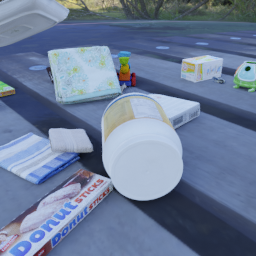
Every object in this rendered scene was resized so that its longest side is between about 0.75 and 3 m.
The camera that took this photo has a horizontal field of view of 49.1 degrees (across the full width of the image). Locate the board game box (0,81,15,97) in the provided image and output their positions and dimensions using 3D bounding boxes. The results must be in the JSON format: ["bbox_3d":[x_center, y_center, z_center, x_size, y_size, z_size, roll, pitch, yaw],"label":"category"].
[{"bbox_3d":[-6.384,-1.910,13.364,1.070,0.336,2.240,-22,36,-38],"label":"board game box"}]

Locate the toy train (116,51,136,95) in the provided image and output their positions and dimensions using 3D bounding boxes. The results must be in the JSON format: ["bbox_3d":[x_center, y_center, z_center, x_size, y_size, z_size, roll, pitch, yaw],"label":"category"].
[{"bbox_3d":[-0.180,-2.778,13.730,1.115,1.524,2.634,0,26,2],"label":"toy train"}]

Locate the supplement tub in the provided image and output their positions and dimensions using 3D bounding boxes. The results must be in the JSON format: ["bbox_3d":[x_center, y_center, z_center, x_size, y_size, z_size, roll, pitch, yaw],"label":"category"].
[{"bbox_3d":[0.277,0.355,7.036,1.856,1.856,2.566,-3,27,-5],"label":"supplement tub"}]

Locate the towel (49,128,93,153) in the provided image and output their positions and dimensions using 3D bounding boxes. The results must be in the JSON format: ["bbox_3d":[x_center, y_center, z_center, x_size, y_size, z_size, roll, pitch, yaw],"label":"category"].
[{"bbox_3d":[-1.747,0.334,8.361,1.163,0.303,1.756,1,16,-20],"label":"towel"}]

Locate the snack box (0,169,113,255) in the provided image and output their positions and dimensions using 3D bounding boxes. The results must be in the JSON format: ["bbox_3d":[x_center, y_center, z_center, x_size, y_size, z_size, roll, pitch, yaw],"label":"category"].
[{"bbox_3d":[-1.478,1.769,5.853,0.989,0.334,2.751,15,30,27],"label":"snack box"}]

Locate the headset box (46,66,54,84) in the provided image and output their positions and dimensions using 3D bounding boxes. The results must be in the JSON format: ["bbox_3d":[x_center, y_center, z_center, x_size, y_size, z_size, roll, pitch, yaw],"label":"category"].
[{"bbox_3d":[-2.482,-3.000,13.878,2.481,0.931,1.844,1,30,35],"label":"headset box"}]

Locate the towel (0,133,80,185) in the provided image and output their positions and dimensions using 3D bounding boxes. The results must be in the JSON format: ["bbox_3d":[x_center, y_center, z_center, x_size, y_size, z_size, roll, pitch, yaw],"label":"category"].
[{"bbox_3d":[-2.686,0.773,7.971,2.239,0.267,1.644,17,32,31],"label":"towel"}]

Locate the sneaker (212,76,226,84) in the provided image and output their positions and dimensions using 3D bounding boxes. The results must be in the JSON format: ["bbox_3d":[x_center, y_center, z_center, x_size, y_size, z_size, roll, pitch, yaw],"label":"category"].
[{"bbox_3d":[4.747,-2.484,14.624,0.323,0.292,0.759,-10,34,-41],"label":"sneaker"}]

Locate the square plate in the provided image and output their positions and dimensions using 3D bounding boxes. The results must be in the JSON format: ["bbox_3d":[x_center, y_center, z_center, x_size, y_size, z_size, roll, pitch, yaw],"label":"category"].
[{"bbox_3d":[-2.252,-2.006,5.488,1.969,0.283,1.988,-20,11,8],"label":"square plate"}]

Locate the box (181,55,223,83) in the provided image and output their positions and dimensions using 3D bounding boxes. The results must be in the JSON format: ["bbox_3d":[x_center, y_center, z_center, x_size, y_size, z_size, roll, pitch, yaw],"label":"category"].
[{"bbox_3d":[4.004,-3.239,15.226,2.024,1.026,1.138,-17,31,-30],"label":"box"}]

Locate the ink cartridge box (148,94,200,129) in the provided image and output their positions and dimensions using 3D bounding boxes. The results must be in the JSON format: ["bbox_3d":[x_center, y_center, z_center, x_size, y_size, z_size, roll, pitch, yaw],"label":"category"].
[{"bbox_3d":[1.203,-0.672,10.697,2.410,0.570,1.929,17,31,41],"label":"ink cartridge box"}]

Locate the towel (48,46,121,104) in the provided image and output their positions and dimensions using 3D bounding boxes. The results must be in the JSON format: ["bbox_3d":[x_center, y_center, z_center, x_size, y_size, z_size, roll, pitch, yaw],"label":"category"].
[{"bbox_3d":[-1.869,-2.340,12.109,2.823,2.416,0.680,-10,-11,-21],"label":"towel"}]

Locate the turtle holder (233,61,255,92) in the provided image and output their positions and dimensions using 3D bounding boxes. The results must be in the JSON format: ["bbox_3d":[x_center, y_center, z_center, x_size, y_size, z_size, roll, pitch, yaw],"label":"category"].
[{"bbox_3d":[5.984,-2.471,13.414,1.347,1.259,1.773,-11,28,-23],"label":"turtle holder"}]
